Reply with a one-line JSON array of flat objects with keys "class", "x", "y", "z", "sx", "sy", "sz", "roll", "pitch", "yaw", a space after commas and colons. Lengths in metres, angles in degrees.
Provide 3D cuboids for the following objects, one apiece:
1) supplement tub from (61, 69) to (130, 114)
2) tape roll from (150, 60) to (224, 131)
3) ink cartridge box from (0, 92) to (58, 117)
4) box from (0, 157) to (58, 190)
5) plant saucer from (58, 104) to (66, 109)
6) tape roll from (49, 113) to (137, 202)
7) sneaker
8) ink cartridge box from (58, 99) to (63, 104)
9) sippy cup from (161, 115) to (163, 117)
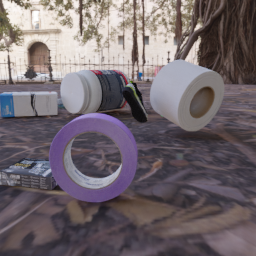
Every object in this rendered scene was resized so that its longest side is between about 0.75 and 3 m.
[{"class": "supplement tub", "x": -1.424, "y": -1.700, "z": 13.040, "sx": 2.021, "sy": 2.021, "sz": 2.880, "roll": 11, "pitch": 16, "yaw": 43}, {"class": "tape roll", "x": 1.839, "y": -1.025, "z": 8.734, "sx": 1.944, "sy": 1.944, "sz": 1.334, "roll": -8, "pitch": 29, "yaw": -34}, {"class": "ink cartridge box", "x": -4.448, "y": -1.122, "z": 12.755, "sx": 2.373, "sy": 0.999, "sz": 1.716, "roll": -3, "pitch": 12, "yaw": -16}, {"class": "box", "x": -1.630, "y": 0.797, "z": 5.006, "sx": 1.002, "sy": 0.249, "sz": 0.790, "roll": 3, "pitch": 12, "yaw": 14}, {"class": "plant saucer", "x": -3.181, "y": -1.167, "z": 15.174, "sx": 1.247, "sy": 0.171, "sz": 1.247, "roll": 0, "pitch": 12, "yaw": 0}, {"class": "tape roll", "x": -0.495, "y": 0.435, "z": 4.192, "sx": 1.274, "sy": 1.274, "sz": 0.418, "roll": 1, "pitch": 11, "yaw": 3}, {"class": "sneaker", "x": 0.333, "y": -0.800, "z": 8.489, "sx": 0.496, "sy": 1.384, "sz": 0.573, "roll": 2, "pitch": 40, "yaw": 40}, {"class": "ink cartridge box", "x": -3.967, "y": -1.501, "z": 15.977, "sx": 1.490, "sy": 0.323, "sz": 1.463, "roll": -2, "pitch": 4, "yaw": -4}, {"class": "sippy cup", "x": 1.826, "y": -0.809, "z": 12.217, "sx": 0.680, "sy": 0.728, "sz": 0.927, "roll": 6, "pitch": 39, "yaw": -34}]
